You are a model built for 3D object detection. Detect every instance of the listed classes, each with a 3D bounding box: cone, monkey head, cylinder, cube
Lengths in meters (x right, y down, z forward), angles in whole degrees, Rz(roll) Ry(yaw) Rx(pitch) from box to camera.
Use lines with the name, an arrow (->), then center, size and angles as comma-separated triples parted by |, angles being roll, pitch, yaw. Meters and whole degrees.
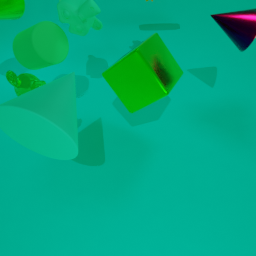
cone -> -1.208, -0.445, 4.716 | 1.429, 1.429, 1.434 | 15, 59, 11
monkey head -> -1.110, -2.900, 6.805 | 1.144, 1.589, 0.958 | -15, 46, 34
cylinder -> -2.134, -1.990, 6.860 | 0.996, 0.996, 0.996 | 0, 44, 43
cone -> -3.788, -3.091, 6.989 | 1.649, 1.649, 1.655 | 20, 54, 15
cone -> 2.516, -2.572, 6.840 | 1.083, 1.079, 1.079 | 19, 54, -2
monkey head -> -1.938, -0.655, 5.474 | 0.655, 1.087, 0.782 | 13, 71, 17
cube -> 0.380, -1.320, 6.818 | 1.230, 1.230, 1.230 | 53, 42, -13

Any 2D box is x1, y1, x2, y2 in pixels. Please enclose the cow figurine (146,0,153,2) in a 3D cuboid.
cow figurine -> 0.403, -3.831, 7.865 | 0.863, 0.481, 0.877 | 44, 56, -24
